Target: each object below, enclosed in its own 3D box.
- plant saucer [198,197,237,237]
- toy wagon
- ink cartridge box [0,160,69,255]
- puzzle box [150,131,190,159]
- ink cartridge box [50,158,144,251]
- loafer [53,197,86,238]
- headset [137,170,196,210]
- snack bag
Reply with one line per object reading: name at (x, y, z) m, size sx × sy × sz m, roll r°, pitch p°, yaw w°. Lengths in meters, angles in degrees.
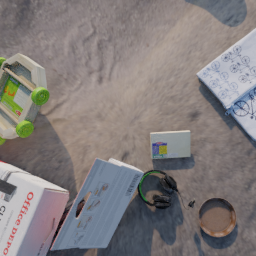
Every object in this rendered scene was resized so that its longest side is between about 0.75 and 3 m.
plant saucer at (2.485, 2.488, 7.871) m, size 1.075 × 0.185 × 1.075 m, roll 0°, pitch 81°, yaw 1°
toy wagon at (-3.302, -0.603, 7.786) m, size 2.200 × 0.561 × 2.835 m, roll 35°, pitch 103°, yaw 29°
ink cartridge box at (-3.177, 2.014, 6.999) m, size 2.795 × 1.170 × 2.017 m, roll 17°, pitch 79°, yaw 22°
puzzle box at (1.213, 0.477, 8.039) m, size 1.148 × 0.146 × 0.764 m, roll -3°, pitch 103°, yaw -1°
ink cartridge box at (-0.771, 1.849, 6.919) m, size 0.510 × 2.009 × 2.281 m, roll 26°, pitch 88°, yaw 40°
loafer at (-1.941, 2.665, 7.593) m, size 2.058 × 0.740 × 0.648 m, roll -36°, pitch 87°, yaw -8°
headset at (1.027, 1.777, 7.685) m, size 1.633 × 0.767 × 1.009 m, roll 23°, pitch 82°, yaw 15°
snack bag at (3.884, -1.317, 8.408) m, size 2.623 × 0.298 × 2.782 m, roll -36°, pitch 83°, yaw -6°
